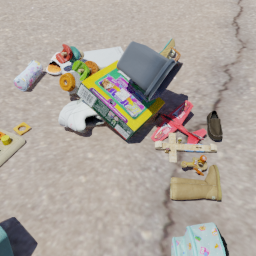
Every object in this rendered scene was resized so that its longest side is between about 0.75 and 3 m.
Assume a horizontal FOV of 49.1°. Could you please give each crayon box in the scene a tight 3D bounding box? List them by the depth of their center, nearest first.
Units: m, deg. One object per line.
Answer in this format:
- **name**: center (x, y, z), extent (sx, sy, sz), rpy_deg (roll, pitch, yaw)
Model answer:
- **crayon box**: center (-0.226, -1.163, 10.853), extent (2.649, 0.772, 2.286), rpy_deg (43, 48, 5)

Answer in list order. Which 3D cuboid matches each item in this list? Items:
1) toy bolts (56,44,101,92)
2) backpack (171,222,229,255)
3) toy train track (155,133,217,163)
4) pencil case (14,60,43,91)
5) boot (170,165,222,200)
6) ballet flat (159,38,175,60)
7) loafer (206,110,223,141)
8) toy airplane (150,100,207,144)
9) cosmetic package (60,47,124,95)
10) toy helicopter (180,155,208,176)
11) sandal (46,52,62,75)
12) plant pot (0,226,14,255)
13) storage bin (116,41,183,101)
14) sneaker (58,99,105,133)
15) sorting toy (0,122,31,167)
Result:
- **toy bolts**: center (-2.116, -2.501, 11.653), extent (1.234, 1.699, 1.779), rpy_deg (-19, 74, -56)
- **backpack**: center (1.724, 3.151, 6.676), extent (1.356, 1.768, 1.555), rpy_deg (-1, 46, 0)
- **toy train track**: center (2.093, 0.627, 10.068), extent (2.222, 0.362, 1.275), rpy_deg (3, 53, 2)
- **pencil case**: center (-4.573, -2.427, 12.923), extent (0.686, 0.748, 1.650), rpy_deg (11, 47, 10)
- **boot**: center (2.146, 1.706, 9.012), extent (1.552, 0.513, 1.359), rpy_deg (2, 41, 6)
- **ballet flat**: center (1.982, -3.784, 14.419), extent (0.746, 0.812, 2.367), rpy_deg (39, 55, -2)
- **loafer**: center (3.325, -0.135, 10.805), extent (0.537, 0.525, 1.472), rpy_deg (-1, 45, -1)
- **toy airplane**: center (2.023, -0.043, 10.731), extent (2.275, 0.418, 2.275), rpy_deg (-8, 54, 11)
- **cosmetic package**: center (-1.501, -2.674, 12.832), extent (2.967, 1.204, 1.674), rpy_deg (-15, 45, -13)
- **toy helicopter**: center (2.235, 1.276, 9.434), extent (0.982, 0.387, 0.649), rpy_deg (3, 57, -17)
- **sandal**: center (-3.240, -3.547, 14.051), extent (0.948, 0.709, 2.474), rpy_deg (20, 48, 18)
- **plant pot**: center (-4.315, 3.300, 6.454), extent (2.027, 2.026, 2.868), rpy_deg (34, 46, 29)
- **storage bin**: center (0.829, -2.271, 10.110), extent (1.713, 1.856, 2.550), rpy_deg (37, 20, 6)
- **sneaker**: center (-1.338, -0.765, 11.213), extent (1.442, 1.131, 2.903), rpy_deg (32, 57, 13)
- **sorting toy**: center (-4.838, 0.575, 10.197), extent (1.615, 0.391, 2.869), rpy_deg (21, 49, 20)
